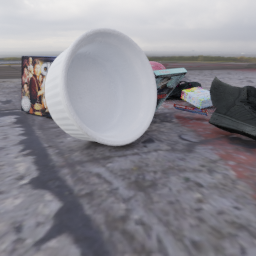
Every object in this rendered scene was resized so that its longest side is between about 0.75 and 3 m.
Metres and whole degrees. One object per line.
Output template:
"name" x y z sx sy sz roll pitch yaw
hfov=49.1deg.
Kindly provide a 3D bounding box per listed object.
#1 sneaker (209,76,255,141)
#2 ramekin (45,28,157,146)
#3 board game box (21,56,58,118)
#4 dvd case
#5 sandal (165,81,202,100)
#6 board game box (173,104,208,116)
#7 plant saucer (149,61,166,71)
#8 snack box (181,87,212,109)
"sneaker" 3.025 -0.507 7.227 0.794 1.379 2.643 26 0 -32
"ramekin" -0.673 -0.906 6.837 2.684 2.684 1.309 -14 7 -40
"board game box" -2.497 -1.376 9.448 2.984 2.022 0.516 11 11 34
"dvd case" 0.753 -0.987 8.694 1.543 2.114 0.233 -16 61 -44
"sandal" 2.135 -1.663 12.346 2.302 0.865 0.551 -9 -27 2
"board game box" 2.122 -0.613 9.432 1.113 0.108 0.573 14 -4 21
"plant saucer" 0.449 -1.226 9.301 2.112 2.112 0.535 -9 55 -27
"snack box" 2.896 -1.245 11.282 0.985 0.395 1.168 -16 35 -28
